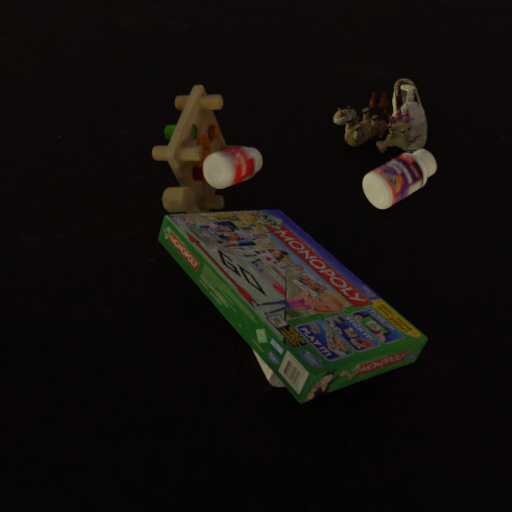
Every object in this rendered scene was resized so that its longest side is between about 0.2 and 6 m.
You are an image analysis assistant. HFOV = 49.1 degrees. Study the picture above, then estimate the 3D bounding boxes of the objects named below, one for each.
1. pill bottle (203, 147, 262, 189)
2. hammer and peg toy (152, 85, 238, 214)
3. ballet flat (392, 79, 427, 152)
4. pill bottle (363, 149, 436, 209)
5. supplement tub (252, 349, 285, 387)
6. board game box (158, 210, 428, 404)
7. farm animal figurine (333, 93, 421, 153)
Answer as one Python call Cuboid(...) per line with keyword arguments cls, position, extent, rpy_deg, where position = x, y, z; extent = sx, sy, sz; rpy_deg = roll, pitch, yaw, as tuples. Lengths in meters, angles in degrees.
Cuboid(cls="pill bottle", position=(-0.379, -1.593, 9.898), extent=(0.612, 0.612, 1.090), rpy_deg=(27, 32, 25))
Cuboid(cls="hammer and peg toy", position=(-1.174, -1.622, 10.607), extent=(0.935, 1.950, 2.652), rpy_deg=(3, 57, 19))
Cuboid(cls="ballet flat", position=(3.689, -3.521, 13.609), extent=(0.876, 0.876, 2.521), rpy_deg=(3, 44, 3))
Cuboid(cls="pill bottle", position=(2.086, -1.136, 8.069), extent=(1.005, 0.560, 0.560), rpy_deg=(-31, 51, -19))
Cuboid(cls="supplement tub", position=(0.300, 1.408, 8.558), extent=(0.668, 0.668, 1.012), rpy_deg=(-16, 46, -17))
Cuboid(cls="board game box", position=(0.486, 0.494, 8.920), extent=(2.581, 0.558, 3.836), rpy_deg=(-7, 39, -40))
Cuboid(cls="farm animal figurine", position=(2.779, -2.945, 13.078), extent=(1.617, 0.852, 1.635), rpy_deg=(-16, 52, 1))
